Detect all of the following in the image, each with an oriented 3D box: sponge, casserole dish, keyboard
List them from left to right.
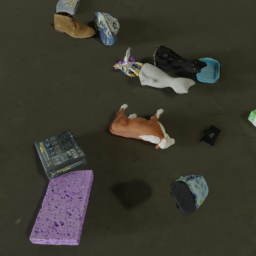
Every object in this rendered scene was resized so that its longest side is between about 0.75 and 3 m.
[{"bbox_3d":[-2.041,2.461,9.073,1.430,0.382,2.563,0,43,7],"label":"sponge"},{"bbox_3d":[3.907,-2.793,13.771,1.091,0.350,1.802,9,51,8],"label":"casserole dish"},{"bbox_3d":[3.298,0.283,11.327,0.623,0.133,1.037,30,55,15],"label":"keyboard"}]

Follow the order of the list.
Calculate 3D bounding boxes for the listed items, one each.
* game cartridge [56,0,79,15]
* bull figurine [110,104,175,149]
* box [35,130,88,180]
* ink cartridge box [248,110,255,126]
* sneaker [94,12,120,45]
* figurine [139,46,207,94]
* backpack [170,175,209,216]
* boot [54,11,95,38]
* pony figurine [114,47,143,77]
[{"bbox_3d":[-3.919,-7.877,18.068,1.243,0.388,1.866,6,50,-1],"label":"game cartridge"},{"bbox_3d":[0.636,-0.060,11.148,2.621,0.854,1.591,12,49,9],"label":"bull figurine"},{"bbox_3d":[-2.487,0.920,10.317,1.457,0.471,1.848,-21,39,-19],"label":"box"},{"bbox_3d":[5.780,-0.262,11.508,0.923,0.532,1.265,-21,53,-17],"label":"ink cartridge box"},{"bbox_3d":[-1.002,-5.733,15.784,1.251,1.131,2.936,-11,51,-15],"label":"sneaker"},{"bbox_3d":[2.114,-2.623,13.041,2.472,1.091,2.534,21,53,22],"label":"figurine"},{"bbox_3d":[1.676,1.679,7.471,0.867,1.127,0.920,-26,81,17],"label":"backpack"},{"bbox_3d":[-3.100,-5.867,15.945,2.668,1.007,0.982,21,51,15],"label":"boot"},{"bbox_3d":[0.047,-3.142,13.775,1.281,1.066,1.236,22,61,-1],"label":"pony figurine"}]
